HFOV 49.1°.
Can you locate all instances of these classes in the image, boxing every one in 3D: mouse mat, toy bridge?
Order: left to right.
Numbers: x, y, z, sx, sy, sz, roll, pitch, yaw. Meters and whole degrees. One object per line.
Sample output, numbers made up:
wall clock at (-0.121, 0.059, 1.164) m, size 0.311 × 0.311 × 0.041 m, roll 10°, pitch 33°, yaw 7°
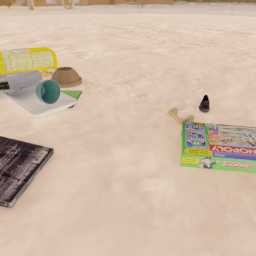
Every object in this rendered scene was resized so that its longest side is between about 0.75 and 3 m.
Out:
mouse mat at (-2.559, -1.105, 10.501) m, size 1.405 × 0.066 × 1.746 m, roll 2°, pitch 26°, yaw 4°
toy bridge at (1.812, -0.235, 8.593) m, size 0.544 × 0.220 × 1.618 m, roll -20°, pitch 33°, yaw -34°

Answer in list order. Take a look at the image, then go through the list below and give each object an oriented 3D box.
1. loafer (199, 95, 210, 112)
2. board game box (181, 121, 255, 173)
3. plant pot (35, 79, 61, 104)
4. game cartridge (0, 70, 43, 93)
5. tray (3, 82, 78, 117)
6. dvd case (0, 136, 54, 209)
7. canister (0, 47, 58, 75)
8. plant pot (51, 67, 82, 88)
loafer at (2.662, -0.862, 9.718) m, size 0.366 × 0.321 × 1.018 m, roll 7°, pitch 28°, yaw 13°
board game box at (2.684, 0.460, 7.046) m, size 2.643 × 0.385 × 1.779 m, roll 5°, pitch 27°, yaw 9°
plant pot at (-2.596, -1.153, 8.795) m, size 0.521 × 0.774 × 0.774 m, roll 11°, pitch 28°, yaw 35°
game cartridge at (-4.778, -1.729, 10.699) m, size 2.679 × 0.556 × 1.784 m, roll -5°, pitch 25°, yaw 12°
tray at (-3.211, -1.028, 9.979) m, size 1.598 × 0.330 × 2.976 m, roll -25°, pitch 36°, yaw -34°
dvd case at (-3.349, 0.739, 6.259) m, size 2.733 × 0.218 × 2.032 m, roll 13°, pitch 28°, yaw 4°
canister at (-4.960, -3.055, 13.084) m, size 2.836 × 1.227 × 2.106 m, roll -14°, pitch 30°, yaw -28°
plant pot at (-2.704, -2.247, 12.106) m, size 1.409 × 0.650 × 1.409 m, roll 0°, pitch 28°, yaw 0°
